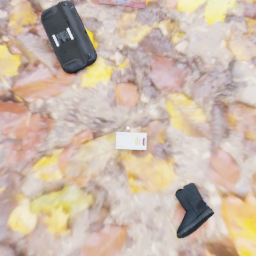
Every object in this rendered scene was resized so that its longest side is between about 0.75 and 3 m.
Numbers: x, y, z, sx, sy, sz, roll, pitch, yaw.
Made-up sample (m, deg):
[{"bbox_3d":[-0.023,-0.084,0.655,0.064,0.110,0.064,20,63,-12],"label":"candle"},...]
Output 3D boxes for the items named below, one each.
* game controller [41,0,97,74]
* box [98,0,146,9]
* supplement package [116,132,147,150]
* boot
[{"bbox_3d":[-1.862,-2.844,8.713,1.180,0.477,2.263,-26,83,9],"label":"game controller"},{"bbox_3d":[-0.161,-4.726,9.495,1.656,0.784,0.850,8,69,3],"label":"box"},{"bbox_3d":[0.091,0.353,7.520,0.799,0.623,0.443,1,86,1],"label":"supplement package"},{"bbox_3d":[1.464,2.044,7.007,1.155,0.441,0.970,-48,47,16],"label":"boot"}]
